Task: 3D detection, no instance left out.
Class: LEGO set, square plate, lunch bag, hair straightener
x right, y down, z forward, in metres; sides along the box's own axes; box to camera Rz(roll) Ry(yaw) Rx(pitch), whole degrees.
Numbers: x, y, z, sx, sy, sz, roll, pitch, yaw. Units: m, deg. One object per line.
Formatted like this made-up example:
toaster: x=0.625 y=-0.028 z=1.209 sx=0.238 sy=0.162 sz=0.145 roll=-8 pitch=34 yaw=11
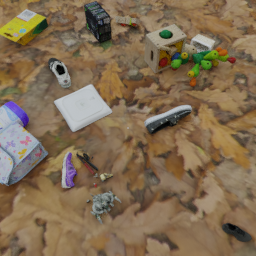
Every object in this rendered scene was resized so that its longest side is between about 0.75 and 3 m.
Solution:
LEGO set: x=-0.852 y=2.189 z=9.110 sx=1.097 sy=0.479 sz=1.689 roll=-15 pitch=58 yaw=-9
square plate: x=-1.831 y=-0.903 z=11.274 sx=1.777 sy=0.255 sz=1.793 roll=-28 pitch=61 yaw=-17
lunch bag: x=-3.970 y=0.890 z=9.597 sx=1.510 sy=1.132 sz=1.781 roll=36 pitch=70 yaw=23
hair straightener: x=-1.427 y=1.152 z=9.983 sx=0.435 sy=0.231 sz=1.130 roll=-38 pitch=60 yaw=-24

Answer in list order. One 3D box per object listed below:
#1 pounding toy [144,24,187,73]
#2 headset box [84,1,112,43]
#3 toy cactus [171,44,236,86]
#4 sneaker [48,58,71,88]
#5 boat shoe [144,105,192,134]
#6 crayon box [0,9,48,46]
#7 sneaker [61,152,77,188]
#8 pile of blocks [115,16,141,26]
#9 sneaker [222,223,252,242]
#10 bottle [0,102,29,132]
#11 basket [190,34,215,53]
pounding toy: x=1.576 y=-3.358 z=11.897 sx=1.727 sy=1.876 sz=1.334 roll=-26 pitch=60 yaw=-16
headset box: x=-1.455 y=-5.085 z=13.371 sx=0.694 sy=1.302 sz=1.496 roll=-26 pitch=61 yaw=-16
toy cactus: x=3.007 y=-2.991 z=12.239 sx=2.768 sy=1.415 sz=2.284 roll=-19 pitch=40 yaw=-9
sneaker: x=-2.980 y=-2.615 z=12.080 sx=0.669 sy=0.800 sz=1.807 roll=-29 pitch=60 yaw=-16
boat shoe: x=1.590 y=-0.293 z=10.685 sx=1.932 sy=0.663 sz=0.547 roll=-20 pitch=65 yaw=-5
crayon box: x=-5.135 y=-4.841 z=13.668 sx=1.346 sy=0.538 sz=2.120 roll=28 pitch=60 yaw=17
sneaker: x=-2.016 y=1.451 z=9.685 sx=0.532 sy=0.514 sz=1.275 roll=4 pitch=65 yaw=-15
pile of blocks: x=-0.033 y=-5.317 z=14.131 sx=1.377 sy=0.565 sz=0.428 roll=16 pitch=101 yaw=21
sneaker: x=3.336 y=3.169 z=8.520 sx=0.883 sy=0.401 sz=0.335 roll=21 pitch=57 yaw=12
bottle: x=-4.955 y=0.179 z=10.188 sx=1.111 sy=0.868 sz=2.659 roll=36 pitch=64 yaw=21
basket: x=3.437 y=-3.790 z=12.928 sx=0.983 sy=0.666 sz=0.606 roll=32 pitch=58 yaw=19
